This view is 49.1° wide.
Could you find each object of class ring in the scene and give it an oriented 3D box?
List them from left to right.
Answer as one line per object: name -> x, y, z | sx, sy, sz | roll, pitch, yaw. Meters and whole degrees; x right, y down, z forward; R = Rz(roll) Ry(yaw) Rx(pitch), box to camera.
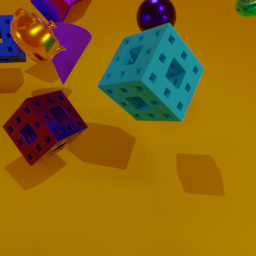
ring -> 2.660, -2.587, 5.198 | 1.377, 0.275, 1.377 | -34, 28, 21

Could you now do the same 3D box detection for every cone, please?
cone -> -1.544, -1.669, 6.810 | 1.265, 1.265, 1.269 | 2, 84, 2

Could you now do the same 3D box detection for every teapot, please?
teapot -> -1.525, -1.578, 4.871 | 0.688, 1.405, 0.874 | -37, 72, 3

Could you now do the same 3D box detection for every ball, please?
ball -> 0.773, -3.033, 7.673 | 1.100, 1.100, 1.100 | 0, 43, 0

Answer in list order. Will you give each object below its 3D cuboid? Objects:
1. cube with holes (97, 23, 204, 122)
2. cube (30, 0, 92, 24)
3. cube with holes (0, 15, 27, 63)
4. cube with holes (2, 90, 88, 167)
cube with holes -> 0.405, -0.880, 4.867 | 1.116, 1.116, 1.116 | 3, 61, 50
cube -> -1.692, -3.429, 7.306 | 1.067, 1.067, 1.067 | 47, 54, -7
cube with holes -> -3.580, -2.459, 7.893 | 1.071, 1.071, 1.071 | -4, 4, -7
cube with holes -> -1.457, -0.019, 5.003 | 0.866, 0.866, 0.866 | 54, 31, 2
